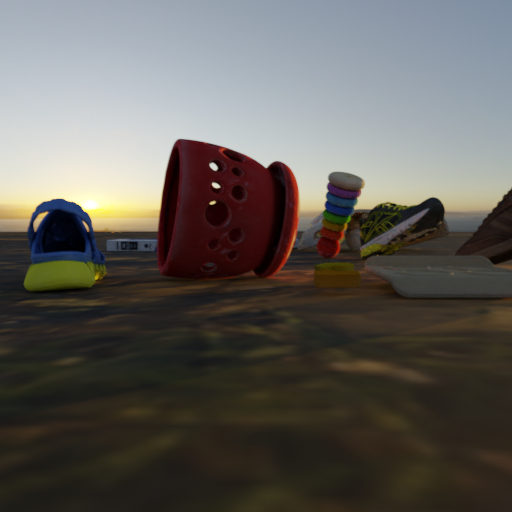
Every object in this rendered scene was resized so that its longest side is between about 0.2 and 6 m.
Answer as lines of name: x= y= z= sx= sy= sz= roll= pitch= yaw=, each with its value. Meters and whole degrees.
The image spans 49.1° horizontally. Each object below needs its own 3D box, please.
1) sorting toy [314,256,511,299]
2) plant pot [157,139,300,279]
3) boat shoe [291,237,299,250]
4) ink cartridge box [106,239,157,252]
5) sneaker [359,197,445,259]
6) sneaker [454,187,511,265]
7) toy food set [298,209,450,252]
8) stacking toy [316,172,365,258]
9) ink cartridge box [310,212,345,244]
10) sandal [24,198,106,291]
sorting toy: x=1.461 y=0.216 z=5.124 sx=1.921 sy=0.257 sz=1.431 roll=0 pitch=8 yaw=1
plant pot: x=-0.329 y=-0.431 z=6.130 sx=1.350 sy=1.482 sz=1.482 roll=9 pitch=0 yaw=-17
boat shoe: x=0.284 y=-0.547 z=13.117 sx=0.833 sy=0.820 sz=2.348 roll=-1 pitch=3 yaw=-20
ink cartridge box: x=-2.565 y=-0.241 z=12.643 sx=1.434 sy=0.281 sz=0.713 roll=-1 pitch=3 yaw=12
sneaker: x=2.204 y=-0.568 z=9.025 sx=0.710 sy=0.807 sz=1.908 roll=-5 pitch=-19 yaw=-29
sneaker: x=3.252 y=-0.484 z=6.824 sx=0.720 sy=0.772 sz=2.043 roll=2 pitch=-25 yaw=-40
toy food set: x=2.619 y=-0.420 z=12.674 sx=2.772 sy=0.837 sz=1.989 roll=0 pitch=-9 yaw=-23
stacking toy: x=1.407 y=-0.665 z=9.738 sx=0.645 sy=1.511 sz=0.645 roll=9 pitch=24 yaw=-4
ink cartridge box: x=1.870 y=-0.689 z=14.149 sx=0.853 sy=0.626 sz=0.354 roll=42 pitch=-14 yaw=33
sandal: x=-1.922 y=-0.125 z=5.716 sx=0.768 sy=0.841 sz=1.933 roll=-3 pitch=2 yaw=-18
